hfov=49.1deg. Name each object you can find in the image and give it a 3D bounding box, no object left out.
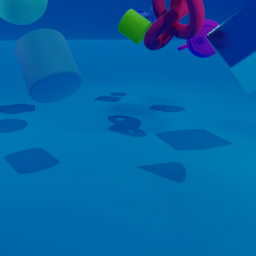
[{"bbox_3d":[1.208,-2.841,6.776,0.965,2.089,1.955,20,8,-21],"label":"knot shape"},{"bbox_3d":[0.250,-3.834,10.632,0.941,0.941,0.941,37,26,3],"label":"cylinder"},{"bbox_3d":[-2.599,-3.159,6.620,1.353,1.353,1.353,0,19,0],"label":"ball"},{"bbox_3d":[0.876,-4.434,11.292,1.268,0.913,0.764,42,26,1],"label":"monkey head"},{"bbox_3d":[-1.475,-1.129,5.203,0.983,0.983,0.983,-23,-17,-7],"label":"cylinder"},{"bbox_3d":[2.768,-1.774,6.330,1.240,1.240,1.240,31,32,-44],"label":"cube"},{"bbox_3d":[2.605,-2.961,9.247,1.982,1.232,0.970,-17,12,19],"label":"teapot"}]
